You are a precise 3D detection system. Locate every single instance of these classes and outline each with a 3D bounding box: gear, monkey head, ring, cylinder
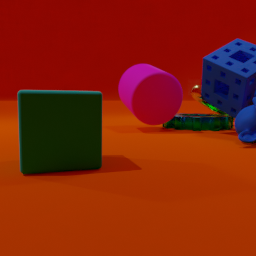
[{"bbox_3d":[2.062,-0.206,8.391,2.013,0.372,2.013,0,6,0],"label":"gear"},{"bbox_3d":[2.616,-0.064,5.344,1.050,0.879,1.459,31,25,26],"label":"monkey head"},{"bbox_3d":[2.762,-0.683,8.350,1.938,0.388,1.938,30,5,-3],"label":"ring"},{"bbox_3d":[0.563,-0.940,7.573,1.386,1.386,1.386,-2,21,-16],"label":"cylinder"}]

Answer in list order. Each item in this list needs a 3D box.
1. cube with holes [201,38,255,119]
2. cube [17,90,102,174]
[{"bbox_3d":[2.515,-1.127,6.380,1.148,1.148,1.148,-31,47,-20],"label":"cube with holes"},{"bbox_3d":[-0.899,-0.011,3.680,0.951,0.951,0.951,-1,8,-18],"label":"cube"}]
